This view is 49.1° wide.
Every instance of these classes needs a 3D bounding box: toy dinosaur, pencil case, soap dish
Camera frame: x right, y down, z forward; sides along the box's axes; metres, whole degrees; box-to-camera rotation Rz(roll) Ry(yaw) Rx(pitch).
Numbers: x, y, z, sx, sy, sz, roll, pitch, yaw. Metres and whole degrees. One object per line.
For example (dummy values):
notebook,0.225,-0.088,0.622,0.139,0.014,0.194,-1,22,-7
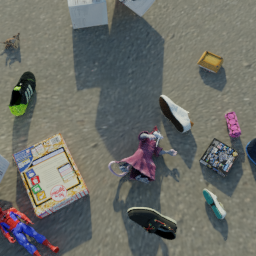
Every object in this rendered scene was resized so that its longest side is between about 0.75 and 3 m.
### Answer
toy dinosaur,-4.725,-3.521,11.330,0.857,0.368,0.581,-5,52,14
pencil case,3.565,-0.123,9.570,0.405,0.393,0.865,-9,60,8
soap dish,3.203,-2.574,10.826,0.851,0.346,0.670,29,66,13

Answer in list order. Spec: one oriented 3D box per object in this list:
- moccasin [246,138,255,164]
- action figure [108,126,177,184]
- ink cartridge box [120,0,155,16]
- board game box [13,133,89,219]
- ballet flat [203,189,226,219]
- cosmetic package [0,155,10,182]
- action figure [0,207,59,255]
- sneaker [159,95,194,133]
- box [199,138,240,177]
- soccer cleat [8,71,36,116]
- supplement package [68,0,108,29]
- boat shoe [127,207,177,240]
moccasin,4.781,1.311,8.530,2.614,0.891,1.052,39,69,18
action figure,0.555,0.802,8.947,1.485,1.336,1.994,-13,38,41
ink cartridge box,-0.336,-5.944,11.155,1.199,2.827,2.059,-46,67,20
board game box,-2.400,1.421,8.693,1.626,0.497,2.147,-26,66,-12
ballet flat,2.607,2.247,8.417,0.338,0.338,0.972,-25,70,-12
cosmetic package,-5.327,1.580,7.593,2.765,1.705,2.774,15,64,7
action figure,-3.020,2.916,7.933,2.301,0.595,0.753,31,70,18
sneaker,1.680,-0.544,9.747,0.658,0.566,1.554,-23,69,-27
box,2.975,0.944,9.090,0.962,0.241,0.969,33,67,15
soccer cleat,-3.750,-1.340,9.959,0.635,0.762,1.880,5,63,3
supplement package,-1.677,-5.039,11.636,1.498,1.137,1.129,-10,63,-5
boat shoe,0.642,2.446,7.187,1.487,0.544,0.466,28,40,-19
